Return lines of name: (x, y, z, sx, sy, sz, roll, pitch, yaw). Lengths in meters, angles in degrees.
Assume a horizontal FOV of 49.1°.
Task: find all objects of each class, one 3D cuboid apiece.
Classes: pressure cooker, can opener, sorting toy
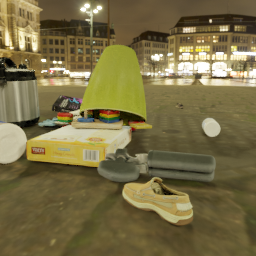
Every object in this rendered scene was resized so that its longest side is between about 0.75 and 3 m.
pressure cooker: (-4.823, -1.456, 11.273, 2.392, 2.719, 2.429, 9, 15, 38)
can opener: (0.569, 0.838, 5.655, 2.291, 0.603, 0.762, 1, 46, 11)
sorting toy: (-0.777, -0.335, 8.574, 2.992, 0.506, 1.442, 2, 9, 0)

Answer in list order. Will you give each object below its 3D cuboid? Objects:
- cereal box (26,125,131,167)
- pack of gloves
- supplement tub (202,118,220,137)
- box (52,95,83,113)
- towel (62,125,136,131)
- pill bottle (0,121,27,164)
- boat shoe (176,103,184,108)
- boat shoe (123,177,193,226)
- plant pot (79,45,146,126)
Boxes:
cereal box: (-1.143, 0.358, 7.684, 1.976, 0.543, 2.747, 4, 10, 14)
pack of gloves: (-1.975, -0.289, 11.205, 2.473, 0.581, 2.944, -23, 14, -38)
supplement tub: (2.879, -0.033, 9.731, 0.530, 0.530, 0.804, 2, 11, 9)
box: (-2.675, -1.108, 13.997, 1.908, 0.344, 1.364, 9, 29, -1)
towel: (-1.059, -0.046, 10.510, 2.355, 0.265, 1.703, -8, 13, -33)
pill bottle: (-3.455, 0.264, 7.121, 1.742, 0.967, 0.967, 10, 15, 39)
boat shoe: (3.164, -1.384, 17.118, 0.299, 0.295, 0.804, -5, 12, -25)
boat shoe: (0.433, 1.015, 4.417, 0.497, 0.529, 1.388, -16, 17, -42)
plant pot: (-0.387, -1.451, 9.328, 2.193, 2.344, 2.193, 5, -11, 1)
